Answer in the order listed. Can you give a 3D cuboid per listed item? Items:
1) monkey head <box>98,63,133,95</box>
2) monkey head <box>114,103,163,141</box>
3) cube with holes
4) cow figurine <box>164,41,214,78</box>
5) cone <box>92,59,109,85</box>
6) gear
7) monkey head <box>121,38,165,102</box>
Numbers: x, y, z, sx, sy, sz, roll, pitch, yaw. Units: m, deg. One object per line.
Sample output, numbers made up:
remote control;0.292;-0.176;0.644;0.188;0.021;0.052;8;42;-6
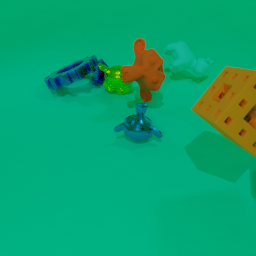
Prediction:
monkey head;-0.273;-1.632;8.830;1.456;0.878;1.048;16;42;-6
monkey head;0.273;-0.117;6.802;1.183;0.851;0.713;8;40;-2
cube with holes;1.935;-0.317;4.814;0.999;0.999;0.999;36;8;-17
cow figurine;2.044;-2.326;9.369;1.377;0.768;1.399;-17;80;-2
cone;-0.640;-1.772;9.505;0.895;0.892;0.892;15;29;-25
gear;-1.792;-1.801;9.013;1.807;0.334;1.807;-20;24;9
monkey head;0.354;-1.524;7.589;1.291;1.794;1.081;-12;13;-14
